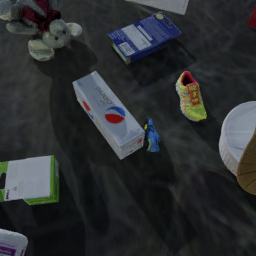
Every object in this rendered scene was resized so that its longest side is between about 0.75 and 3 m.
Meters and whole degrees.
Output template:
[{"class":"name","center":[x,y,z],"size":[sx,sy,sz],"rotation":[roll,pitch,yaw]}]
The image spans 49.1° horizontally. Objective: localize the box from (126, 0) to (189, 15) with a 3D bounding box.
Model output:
[{"class":"box","center":[-0.077,-3.347,6.697],"size":[1.852,0.466,2.567],"rotation":[-8,36,-41]}]

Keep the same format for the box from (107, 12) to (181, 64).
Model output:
[{"class":"box","center":[0.603,-3.357,10.322],"size":[2.388,0.387,1.446],"rotation":[-28,64,-14]}]

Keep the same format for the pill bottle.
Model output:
[{"class":"pill bottle","center":[-3.091,3.399,5.809],"size":[1.346,1.346,2.398],"rotation":[7,59,4]}]

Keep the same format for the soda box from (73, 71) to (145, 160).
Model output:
[{"class":"soda box","center":[-0.607,-0.419,8.305],"size":[0.842,0.901,2.644],"rotation":[-30,64,-16]}]

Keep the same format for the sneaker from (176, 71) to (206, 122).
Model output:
[{"class":"sneaker","center":[1.959,-1.009,8.715],"size":[0.694,0.801,1.775],"rotation":[-14,62,-10]}]

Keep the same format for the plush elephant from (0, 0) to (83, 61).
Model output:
[{"class":"plush elephant","center":[-2.829,-3.617,9.629],"size":[2.092,2.702,2.225],"rotation":[38,77,-4]}]

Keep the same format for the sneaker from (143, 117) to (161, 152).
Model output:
[{"class":"sneaker","center":[0.712,0.200,8.300],"size":[0.450,0.378,1.148],"rotation":[10,54,-19]}]

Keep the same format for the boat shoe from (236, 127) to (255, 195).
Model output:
[{"class":"boat shoe","center":[2.340,-0.012,4.110],"size":[0.695,2.155,0.768],"rotation":[14,16,-35]}]

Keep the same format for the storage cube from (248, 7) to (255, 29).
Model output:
[{"class":"storage cube","center":[5.739,-4.416,10.229],"size":[1.822,1.638,1.557],"rotation":[40,67,20]}]

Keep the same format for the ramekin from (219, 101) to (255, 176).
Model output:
[{"class":"ramekin","center":[3.589,0.487,7.677],"size":[2.295,1.069,2.295],"rotation":[0,59,0]}]

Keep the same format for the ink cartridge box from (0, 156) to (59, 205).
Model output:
[{"class":"ink cartridge box","center":[-2.658,1.419,7.421],"size":[1.537,0.582,1.136],"rotation":[-6,60,-2]}]
